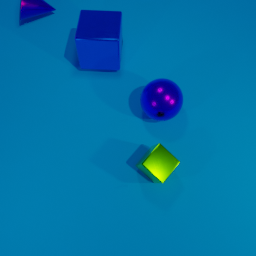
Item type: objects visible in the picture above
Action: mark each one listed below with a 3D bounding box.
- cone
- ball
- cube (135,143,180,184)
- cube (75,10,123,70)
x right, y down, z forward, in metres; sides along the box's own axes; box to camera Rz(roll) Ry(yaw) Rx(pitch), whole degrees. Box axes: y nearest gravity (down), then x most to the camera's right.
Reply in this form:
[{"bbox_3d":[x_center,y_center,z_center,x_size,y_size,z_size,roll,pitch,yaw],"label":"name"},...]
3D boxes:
[{"bbox_3d":[-3.174,-4.346,10.008,1.193,1.188,1.188,3,68,-21],"label":"cone"},{"bbox_3d":[1.019,-0.853,8.499,1.298,1.298,1.298,0,70,0],"label":"ball"},{"bbox_3d":[0.830,1.021,7.974,0.807,0.807,0.807,43,75,-1],"label":"cube"},{"bbox_3d":[-0.888,-2.837,9.103,1.338,1.338,1.338,3,60,1],"label":"cube"}]
